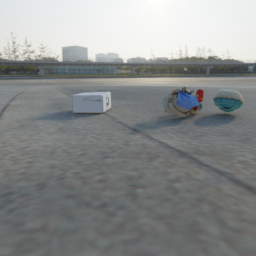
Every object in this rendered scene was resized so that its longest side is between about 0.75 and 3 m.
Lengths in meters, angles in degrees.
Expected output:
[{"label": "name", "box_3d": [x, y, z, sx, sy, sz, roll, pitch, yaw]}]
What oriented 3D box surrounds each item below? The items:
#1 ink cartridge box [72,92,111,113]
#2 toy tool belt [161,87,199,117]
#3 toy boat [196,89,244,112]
[{"label": "ink cartridge box", "box_3d": [-1.588, -1.175, 12.598, 1.355, 0.778, 1.866, 0, 12, 7]}, {"label": "toy tool belt", "box_3d": [2.192, -1.014, 10.654, 1.726, 1.078, 1.061, 7, -37, -29]}, {"label": "toy boat", "box_3d": [3.762, -1.066, 11.761, 2.010, 0.934, 1.690, 9, -4, 26]}]
